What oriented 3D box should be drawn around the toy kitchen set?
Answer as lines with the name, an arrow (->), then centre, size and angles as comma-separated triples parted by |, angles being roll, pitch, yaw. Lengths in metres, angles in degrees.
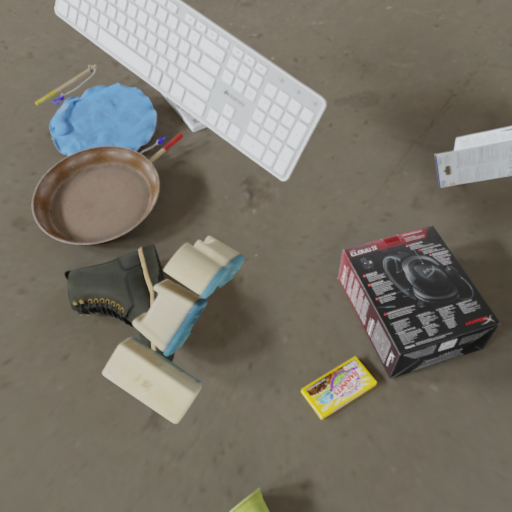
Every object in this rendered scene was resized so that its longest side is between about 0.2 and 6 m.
toy kitchen set -> -0.671, 0.725, 6.116 | 0.939, 1.277, 1.594 | 34, 102, 4

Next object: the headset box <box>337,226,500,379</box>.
headset box -> 2.564, 0.621, 9.402 | 1.755, 0.911, 2.358 | -15, 53, -12

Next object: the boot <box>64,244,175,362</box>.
boot -> -2.302, 0.954, 9.263 | 1.685, 0.944, 2.437 | -14, 40, -5

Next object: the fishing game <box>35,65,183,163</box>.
fishing game -> -3.348, -2.854, 12.410 | 3.310, 0.515, 2.371 | 37, 68, 19

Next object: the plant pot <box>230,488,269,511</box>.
plant pot -> -0.023, 3.490, 7.447 | 0.576, 0.576, 0.529 | -32, 69, -22

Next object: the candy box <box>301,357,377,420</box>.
candy box -> 1.297, 2.055, 8.775 | 1.079, 0.143, 0.552 | -27, 59, -19

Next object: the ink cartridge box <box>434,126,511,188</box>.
ink cartridge box -> 3.593, -1.579, 9.072 | 1.311, 1.287, 0.284 | -7, 70, 19

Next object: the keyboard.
keyboard -> -1.231, -3.140, 8.652 | 5.094, 1.434, 0.272 | 38, 33, 13

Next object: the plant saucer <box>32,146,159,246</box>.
plant saucer -> -3.105, -1.143, 11.010 | 2.481, 0.398, 2.481 | -1, 56, 2

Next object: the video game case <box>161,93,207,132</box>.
video game case -> -1.332, -3.717, 13.260 | 1.337, 0.168, 1.868 | -26, 57, -18
